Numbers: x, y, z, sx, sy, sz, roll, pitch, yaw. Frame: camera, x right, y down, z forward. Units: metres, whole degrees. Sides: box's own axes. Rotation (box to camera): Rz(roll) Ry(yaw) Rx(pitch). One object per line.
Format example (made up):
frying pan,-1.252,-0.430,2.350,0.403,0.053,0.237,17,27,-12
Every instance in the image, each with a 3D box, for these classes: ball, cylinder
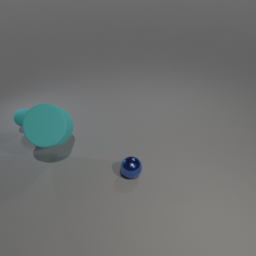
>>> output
ball,0.105,1.262,9.029,0.700,0.700,0.700,0,32,0
cylinder,-2.661,-0.069,9.512,1.400,1.400,1.400,-1,-1,-2
ball,-4.138,-0.405,11.046,0.700,0.700,0.700,0,32,0
